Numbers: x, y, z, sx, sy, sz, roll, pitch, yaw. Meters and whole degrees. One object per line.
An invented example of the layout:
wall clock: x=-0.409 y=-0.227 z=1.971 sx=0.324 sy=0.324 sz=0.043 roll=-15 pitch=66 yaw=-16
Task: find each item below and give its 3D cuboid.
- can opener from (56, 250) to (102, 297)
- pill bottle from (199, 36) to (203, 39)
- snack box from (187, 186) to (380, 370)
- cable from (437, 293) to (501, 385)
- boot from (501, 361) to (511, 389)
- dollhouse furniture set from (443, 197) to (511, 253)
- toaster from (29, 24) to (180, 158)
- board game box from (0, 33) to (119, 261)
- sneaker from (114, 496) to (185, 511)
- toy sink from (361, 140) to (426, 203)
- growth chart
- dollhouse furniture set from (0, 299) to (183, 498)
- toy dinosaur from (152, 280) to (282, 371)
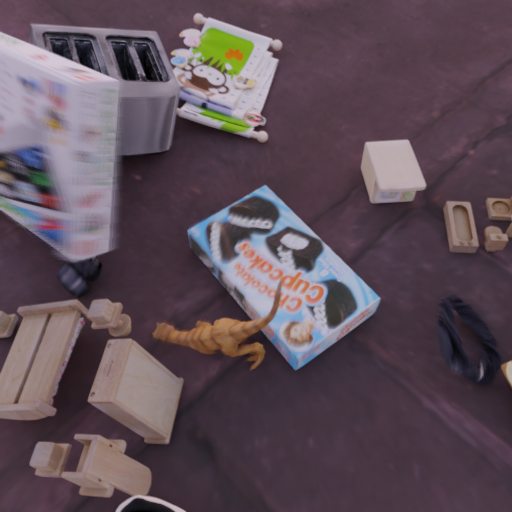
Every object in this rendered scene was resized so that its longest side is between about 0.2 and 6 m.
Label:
can opener: x=-3.331 y=-0.152 z=9.656 sx=0.768 sy=0.619 sz=1.953 roll=-36 pitch=63 yaw=-19
pill bottle: x=-1.098 y=-5.022 z=13.154 sx=0.594 sy=0.331 sz=0.331 roll=-12 pitch=57 yaw=-7
snack box: x=0.392 y=0.253 z=9.417 sx=1.739 sy=0.555 sz=2.993 roll=-32 pitch=62 yaw=-21
cable: x=3.283 y=1.226 z=8.638 sx=1.180 sy=0.367 sz=1.446 roll=17 pitch=52 yaw=-24
boot: x=4.751 y=2.070 z=7.568 sx=1.811 sy=0.844 sz=2.342 roll=-36 pitch=53 yaw=17
dollhouse furniture set: x=4.159 y=-0.847 z=9.854 sx=1.332 sy=1.086 sz=1.267 roll=3 pitch=56 yaw=2
toaster: x=-2.934 y=-3.080 z=10.656 sx=2.477 sy=1.625 sz=2.739 roll=-7 pitch=56 yaw=-25
board game box: x=-3.918 y=-2.037 z=9.148 sx=4.293 sy=2.710 sz=0.743 roll=29 pitch=32 yaw=30
sneaker: x=-0.562 y=3.883 z=6.601 sx=2.985 sy=1.194 sz=1.100 roll=25 pitch=58 yaw=14
toy sink: x=2.538 y=-1.461 z=10.495 sx=0.853 sy=0.733 sz=1.309 roll=-5 pitch=51 yaw=-3
growth chart: x=-0.725 y=-3.980 z=12.261 sx=2.482 sy=0.304 sz=3.430 roll=12 pitch=58 yaw=-2
dollhouse furniture set: x=-2.824 y=2.147 z=8.208 sx=3.044 sy=1.487 sz=2.596 roll=-8 pitch=52 yaw=24
toy dinosaur: x=-0.355 y=1.161 z=8.210 sx=2.620 sy=1.391 sz=0.791 roll=-16 pitch=63 yaw=31
